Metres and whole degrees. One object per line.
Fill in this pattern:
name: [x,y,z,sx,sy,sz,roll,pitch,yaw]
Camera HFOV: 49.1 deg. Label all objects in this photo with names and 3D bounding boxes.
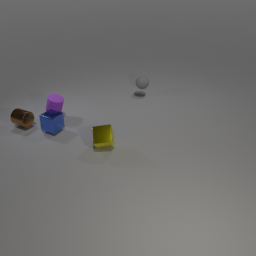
cube: [-3.156,-0.277,11.662,0.700,0.700,0.700,15,32,21]
cube: [-0.906,0.342,10.508,0.700,0.700,0.700,-8,69,3]
cylinder: [-3.240,-1.047,12.397,0.700,0.700,0.700,15,34,-10]
ball: [0.748,-2.367,14.569,0.700,0.700,0.700,0,30,0]
cylinder: [-4.507,-0.433,11.964,0.700,0.700,0.700,16,34,23]
